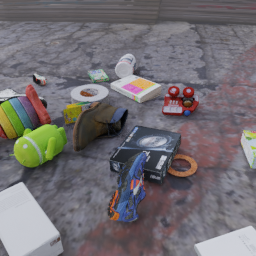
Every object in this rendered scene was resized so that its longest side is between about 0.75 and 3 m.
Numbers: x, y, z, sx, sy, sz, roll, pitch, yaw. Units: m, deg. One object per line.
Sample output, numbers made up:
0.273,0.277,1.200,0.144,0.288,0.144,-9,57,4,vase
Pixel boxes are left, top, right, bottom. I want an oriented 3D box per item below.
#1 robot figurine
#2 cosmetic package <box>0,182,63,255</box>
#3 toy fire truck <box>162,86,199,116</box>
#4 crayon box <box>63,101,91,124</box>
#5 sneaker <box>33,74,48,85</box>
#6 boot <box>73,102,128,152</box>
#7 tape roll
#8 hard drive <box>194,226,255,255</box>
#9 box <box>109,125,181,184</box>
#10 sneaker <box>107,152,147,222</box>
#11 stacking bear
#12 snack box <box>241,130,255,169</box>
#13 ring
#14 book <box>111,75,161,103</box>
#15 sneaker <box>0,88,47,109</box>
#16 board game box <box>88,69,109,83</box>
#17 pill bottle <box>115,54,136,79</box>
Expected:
-2.867,0.576,9.156,1.607,1.059,1.831,17,36,35,robot figurine
-2.580,2.369,6.815,1.084,0.789,2.132,-25,43,-31,cosmetic package
2.240,-1.035,11.911,1.499,0.840,1.259,5,59,9,toy fire truck
-2.037,-0.628,11.247,1.121,0.711,0.285,-14,36,-20,crayon box
-4.476,-2.465,14.322,0.517,0.389,1.106,-7,30,-39,sneaker
-0.940,-0.126,10.172,1.447,1.115,2.985,4,33,10,boot
-1.678,-1.343,12.439,1.670,0.552,1.670,1,34,0,tape roll
2.508,2.943,6.448,1.616,0.212,1.066,-11,36,-16,hard drive
0.634,0.787,9.302,1.752,0.476,2.188,11,36,23,box
0.124,1.591,7.614,0.805,0.773,2.052,30,63,-17,sneaker
-4.341,-0.240,10.113,2.596,1.576,1.476,-29,0,-21,stacking bear
5.049,0.754,9.347,2.121,0.562,1.508,3,34,4,snack box
1.695,1.220,9.060,1.057,0.101,1.057,-1,33,1,ring
0.355,-1.925,13.392,1.396,0.502,2.090,-28,42,-31,book
-4.672,-1.265,11.903,2.698,1.018,1.553,-2,36,1,sneaker
-1.591,-2.769,14.860,0.824,0.178,1.224,-11,36,-17,board game box
-0.065,-3.360,15.047,0.947,0.947,1.584,6,34,9,pill bottle
